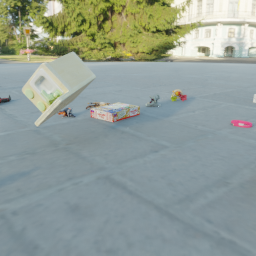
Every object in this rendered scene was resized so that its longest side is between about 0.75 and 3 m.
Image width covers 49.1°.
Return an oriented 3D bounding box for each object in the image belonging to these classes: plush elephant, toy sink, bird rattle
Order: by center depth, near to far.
[{"bbox_3d":[-2.156,-1.214,8.241,1.356,1.165,2.080,-37,9,36],"label":"toy sink"},{"bbox_3d":[1.281,-1.393,13.988,0.805,0.623,0.663,7,18,21],"label":"plush elephant"},{"bbox_3d":[2.742,-1.756,15.193,0.882,0.719,0.497,-5,33,15],"label":"bird rattle"}]

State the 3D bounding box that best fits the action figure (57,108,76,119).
[{"bbox_3d":[-2.623,-0.656,11.965,0.801,0.419,0.775,11,29,31],"label":"action figure"}]

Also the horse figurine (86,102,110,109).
[{"bbox_3d":[-1.284,-1.047,13.237,1.434,0.358,0.951,3,4,28],"label":"horse figurine"}]

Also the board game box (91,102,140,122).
[{"bbox_3d":[-0.528,-0.716,12.110,1.326,0.405,1.750,14,22,39],"label":"board game box"}]

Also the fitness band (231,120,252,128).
[{"bbox_3d":[4.371,-0.165,10.791,0.774,0.145,0.556,17,21,41],"label":"fitness band"}]

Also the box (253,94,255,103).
[{"bbox_3d":[7.173,-1.530,14.769,0.623,0.435,0.818,-10,19,-29],"label":"box"}]

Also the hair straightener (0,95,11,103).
[{"bbox_3d":[-6.944,-1.485,14.595,0.844,0.449,2.195,4,17,12],"label":"hair straightener"}]
